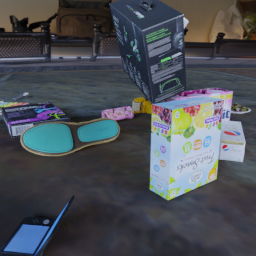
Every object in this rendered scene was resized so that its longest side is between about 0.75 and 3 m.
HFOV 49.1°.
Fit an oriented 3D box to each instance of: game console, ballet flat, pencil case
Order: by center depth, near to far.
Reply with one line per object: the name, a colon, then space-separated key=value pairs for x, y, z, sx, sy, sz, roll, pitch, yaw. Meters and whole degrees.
game console: x=-1.457 y=1.584 z=4.453 sx=0.997 sy=0.660 sz=1.134 roll=3 pitch=18 yaw=7
ballet flat: x=-1.676 y=0.305 z=8.379 sx=2.916 sy=1.001 sz=0.919 roll=-6 pitch=-9 yaw=-25
pencil case: x=-0.392 y=-0.530 z=11.107 sx=1.312 sy=0.567 sz=0.543 roll=-14 pitch=-6 yaw=-34

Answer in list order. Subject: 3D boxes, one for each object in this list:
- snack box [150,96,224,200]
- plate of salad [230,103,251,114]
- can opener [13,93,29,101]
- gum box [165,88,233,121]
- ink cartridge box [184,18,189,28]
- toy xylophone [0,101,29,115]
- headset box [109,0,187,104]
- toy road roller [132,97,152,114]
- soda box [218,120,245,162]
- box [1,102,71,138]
snack box: x=1.281 y=0.370 z=6.090 sx=1.632 sy=1.935 sz=0.655 roll=-13 pitch=22 yaw=-35
plate of salad: x=4.804 y=-0.930 z=12.663 sx=1.392 sy=0.334 sz=1.392 roll=0 pitch=17 yaw=0
can opener: x=-5.747 y=-1.675 z=15.085 sx=0.251 sy=0.317 sz=0.953 roll=9 pitch=29 yaw=31
gum box: x=2.351 y=-0.514 z=9.604 sx=2.519 sy=1.429 sz=0.833 roll=-10 pitch=21 yaw=-28
ink cartridge box: x=1.296 y=-3.597 z=9.850 sx=1.464 sy=1.069 sz=0.617 roll=-6 pitch=48 yaw=-50
toy xylophone: x=-5.231 y=-0.883 z=12.407 sx=1.584 sy=0.398 sz=1.160 roll=3 pitch=19 yaw=11
headset box: x=0.583 y=-2.419 z=8.192 sx=1.200 sy=2.588 sz=2.253 roll=-25 pitch=44 yaw=-10
toy road roller: x=0.752 y=-0.938 z=12.271 sx=1.027 sy=0.631 sz=0.750 roll=-10 pitch=32 yaw=-29
soda box: x=3.057 y=0.329 z=8.357 sx=0.658 sy=0.615 sz=1.932 roll=5 pitch=19 yaw=16
box: x=-3.622 y=-0.407 z=10.770 sx=2.058 sy=0.520 sz=2.879 roll=-10 pitch=19 yaw=-28
